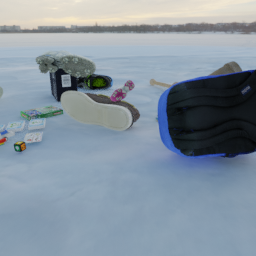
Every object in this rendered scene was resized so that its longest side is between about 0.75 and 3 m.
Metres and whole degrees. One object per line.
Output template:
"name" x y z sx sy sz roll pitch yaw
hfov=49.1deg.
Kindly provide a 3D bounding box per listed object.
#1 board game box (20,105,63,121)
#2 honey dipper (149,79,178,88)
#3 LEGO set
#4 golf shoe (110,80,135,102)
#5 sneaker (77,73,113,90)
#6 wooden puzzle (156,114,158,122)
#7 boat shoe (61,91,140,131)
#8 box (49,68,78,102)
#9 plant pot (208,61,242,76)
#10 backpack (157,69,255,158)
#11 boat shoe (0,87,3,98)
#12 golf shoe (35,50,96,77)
"board game box" -2.888 -0.514 9.398 1.165 0.170 0.784 -17 25 -39
"honey dipper" 1.762 -1.991 12.973 0.560 0.560 2.950 -9 20 -22
"LEGO set" -3.093 0.068 7.327 1.666 0.547 2.230 -7 21 -10
"golf shoe" -0.197 -1.048 8.336 0.936 0.353 0.428 -40 8 -28
"sneaker" -1.834 -2.255 13.279 2.235 0.792 0.926 6 14 9
"wooden puzzle" 1.718 -0.396 9.129 1.817 0.128 1.078 -12 23 -29
"boat shoe" -0.892 -0.604 8.575 2.629 0.945 0.783 16 24 28
"box" -2.680 -2.092 11.503 0.881 1.692 1.541 -9 22 -22
"plant pot" 3.709 -1.713 11.121 1.340 1.545 1.545 -17 21 0
"backpack" 1.773 -0.194 6.292 2.239 1.819 1.879 -9 -2 -8
"boat shoe" -5.678 -1.268 10.787 0.655 0.641 1.838 12 26 19
"golf shoe" -1.793 -2.073 8.428 1.852 0.725 0.900 9 46 9
